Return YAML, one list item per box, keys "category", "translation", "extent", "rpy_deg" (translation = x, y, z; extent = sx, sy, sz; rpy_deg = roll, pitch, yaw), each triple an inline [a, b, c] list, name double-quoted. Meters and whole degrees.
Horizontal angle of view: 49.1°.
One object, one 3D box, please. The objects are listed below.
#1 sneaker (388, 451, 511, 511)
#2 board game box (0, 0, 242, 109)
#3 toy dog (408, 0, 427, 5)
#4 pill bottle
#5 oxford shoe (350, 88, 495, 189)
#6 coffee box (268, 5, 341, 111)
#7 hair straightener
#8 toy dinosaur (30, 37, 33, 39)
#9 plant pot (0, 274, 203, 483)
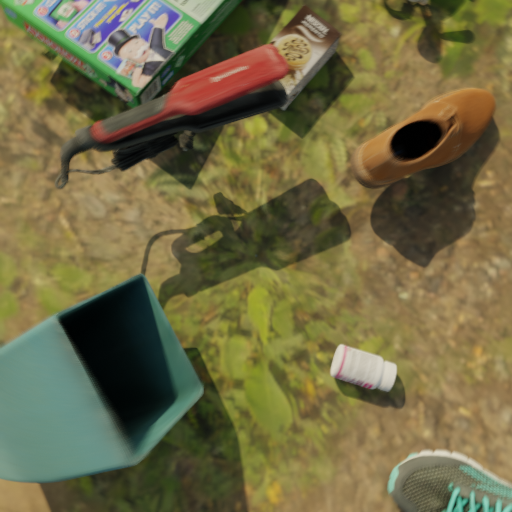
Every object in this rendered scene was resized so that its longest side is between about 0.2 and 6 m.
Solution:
- category: "sneaker"
  translation: [3.469, 3.725, 8.141]
  extent: [3.000, 1.368, 1.164]
  rpy_deg: [16, 83, 3]
- category: "board game box"
  translation: [-1.759, -4.649, 9.290]
  extent: [2.725, 0.590, 4.050]
  rpy_deg: [35, 74, 5]
- category: "toy dog"
  translation: [3.091, -4.875, 9.580]
  extent: [1.785, 1.177, 0.860]
  rpy_deg: [-48, 124, -1]
- category: "pill bottle"
  translation: [1.689, 1.785, 8.824]
  extent: [0.928, 0.526, 0.526]
  rpy_deg: [17, 83, 2]
- category: "oxford shoe"
  translation: [2.880, -1.936, 8.762]
  extent: [2.905, 1.036, 1.036]
  rpy_deg: [-32, 92, -22]
- category: "coffee box"
  translation: [0.634, -3.345, 9.473]
  extent: [0.834, 0.589, 1.475]
  rpy_deg: [39, 84, 5]
- category: "hair straightener"
  translation: [-1.173, -1.734, 8.058]
  extent: [3.594, 1.383, 0.735]
  rpy_deg: [-28, 69, -6]
- category: "toy dinosaur"
  translation: [-3.289, -3.977, 9.489]
  extent: [1.408, 0.604, 0.954]
  rpy_deg: [30, 82, -7]
- category: "plant pot"
  translation: [-2.671, 1.887, 7.792]
  extent: [2.805, 1.983, 1.981]
  rpy_deg: [-26, 93, 23]
